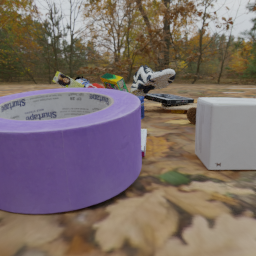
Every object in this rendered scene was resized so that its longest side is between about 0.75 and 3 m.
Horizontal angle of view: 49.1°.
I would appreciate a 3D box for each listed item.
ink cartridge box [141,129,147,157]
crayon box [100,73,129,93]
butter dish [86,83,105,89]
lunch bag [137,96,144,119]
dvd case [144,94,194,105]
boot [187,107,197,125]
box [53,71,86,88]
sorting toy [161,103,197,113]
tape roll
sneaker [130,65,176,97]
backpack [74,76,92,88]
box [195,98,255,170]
[{"bbox_3d":[-0.464,0.412,7.017,1.828,0.403,1.862,1,16,6],"label":"ink cartridge box"},{"bbox_3d":[-0.517,-1.771,13.455,0.462,1.586,1.368,-40,38,-21],"label":"crayon box"},{"bbox_3d":[-1.722,-1.235,13.439,1.622,1.202,1.626,-39,29,-10],"label":"butter dish"},{"bbox_3d":[-0.109,-0.961,12.114,1.640,1.085,1.114,4,12,15],"label":"lunch bag"},{"bbox_3d":[2.097,-1.525,14.609,2.302,0.285,1.730,-8,20,-44],"label":"dvd case"},{"bbox_3d":[3.054,-0.380,10.665,0.929,0.650,1.732,1,13,-37],"label":"boot"},{"bbox_3d":[-1.982,-1.495,9.477,1.057,0.398,0.265,24,3,-38],"label":"box"},{"bbox_3d":[3.062,-1.021,14.323,2.449,0.447,2.267,8,13,16],"label":"sorting toy"},{"bbox_3d":[-1.247,0.151,5.116,2.995,1.273,2.995,-1,19,0],"label":"tape roll"},{"bbox_3d":[1.121,-2.531,13.198,0.966,1.574,2.419,24,-36,-34],"label":"sneaker"},{"bbox_3d":[-3.242,-2.535,19.145,1.343,1.743,1.660,17,19,16],"label":"backpack"},{"bbox_3d":[2.286,0.077,6.091,1.405,1.398,1.204,0,11,1],"label":"box"}]
